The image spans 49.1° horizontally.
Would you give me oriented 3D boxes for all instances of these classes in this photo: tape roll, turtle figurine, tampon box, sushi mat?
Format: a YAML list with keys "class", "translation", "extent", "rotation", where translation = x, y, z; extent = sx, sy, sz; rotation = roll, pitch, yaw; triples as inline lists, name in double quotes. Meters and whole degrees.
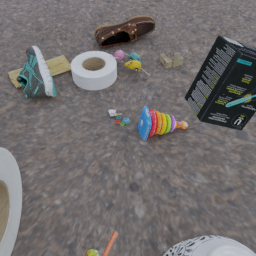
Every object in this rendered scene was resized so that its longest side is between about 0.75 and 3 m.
- class: "tape roll"
  translation: [-1.344, -2.335, 11.273]
  extent: [1.836, 0.642, 1.836]
  rotation: [0, 47, 0]
- class: "turtle figurine"
  translation: [-1.121, 3.349, 5.529]
  extent: [2.152, 0.860, 2.669]
  rotation: [-7, 52, 33]
- class: "tape roll"
  translation: [-3.294, 1.850, 5.874]
  extent: [1.044, 2.986, 2.986]
  rotation: [3, 48, 1]
- class: "tampon box"
  translation: [2.242, -0.942, 6.123]
  extent: [1.206, 1.610, 1.016]
  rotation: [11, 35, -21]
- class: "sushi mat"
  translation: [-3.603, -2.371, 11.637]
  extent: [2.514, 0.152, 1.203]
  rotation: [-24, 53, -19]

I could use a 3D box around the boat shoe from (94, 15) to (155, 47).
- class: "boat shoe"
  translation: [-0.053, -4.338, 12.899]
  extent: [2.920, 1.028, 1.027]
  rotation: [-18, 51, -6]

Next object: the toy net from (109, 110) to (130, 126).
- class: "toy net"
  translation: [-0.370, -0.343, 9.798]
  extent: [0.906, 0.175, 0.475]
  rotation: [30, 57, 27]

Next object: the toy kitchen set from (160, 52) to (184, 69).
- class: "toy kitchen set"
  translation: [1.871, -3.057, 11.930]
  extent: [0.792, 0.646, 0.714]
  rotation: [-16, 50, -14]

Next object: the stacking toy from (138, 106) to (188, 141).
- class: "stacking toy"
  translation: [1.236, -0.134, 9.270]
  extent: [1.647, 0.904, 0.956]
  rotation: [3, 44, -13]

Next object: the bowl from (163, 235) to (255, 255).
- class: "bowl"
  translation: [1.952, 3.150, 5.522]
  extent: [2.708, 1.271, 2.708]
  rotation: [7, 40, -6]

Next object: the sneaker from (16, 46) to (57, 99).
- class: "sneaker"
  translation: [-3.703, -2.159, 10.761]
  extent: [1.244, 1.058, 2.728]
  rotation: [-19, 54, -15]

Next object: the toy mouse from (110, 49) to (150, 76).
- class: "toy mouse"
  translation: [0.024, -2.953, 11.677]
  extent: [1.789, 0.346, 1.590]
  rotation: [14, 34, -24]
